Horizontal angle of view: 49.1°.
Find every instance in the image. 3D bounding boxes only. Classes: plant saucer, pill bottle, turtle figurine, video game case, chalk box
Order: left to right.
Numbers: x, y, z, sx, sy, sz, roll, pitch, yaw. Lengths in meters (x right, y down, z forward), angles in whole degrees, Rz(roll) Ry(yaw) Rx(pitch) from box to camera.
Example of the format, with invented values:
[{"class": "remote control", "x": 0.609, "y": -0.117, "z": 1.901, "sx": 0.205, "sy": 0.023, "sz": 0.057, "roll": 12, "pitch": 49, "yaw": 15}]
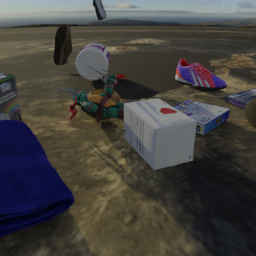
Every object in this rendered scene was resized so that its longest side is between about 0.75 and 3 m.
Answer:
[{"class": "chalk box", "x": -4.212, "y": -0.981, "z": 8.430, "sx": 1.249, "sy": 2.018, "sz": 1.256, "roll": 7, "pitch": 25, "yaw": 14}, {"class": "pill bottle", "x": -1.744, "y": -3.582, "z": 14.700, "sx": 1.601, "sy": 1.601, "sz": 2.852, "roll": 0, "pitch": 24, "yaw": 0}, {"class": "plant saucer", "x": -1.016, "y": -1.336, "z": 11.368, "sx": 1.420, "sy": 0.251, "sz": 1.420, "roll": 0, "pitch": 25, "yaw": 0}, {"class": "turtle figurine", "x": -0.760, "y": -0.883, "z": 9.001, "sx": 2.832, "sy": 1.426, "sz": 2.120, "roll": 19, "pitch": 40, "yaw": 5}, {"class": "video game case", "x": 2.210, "y": -0.404, "z": 9.136, "sx": 1.544, "sy": 0.387, "sz": 1.703, "roll": 21, "pitch": 32, "yaw": 38}, {"class": "video game case", "x": 5.408, "y": -0.893, "z": 10.390, "sx": 2.044, "sy": 0.271, "sz": 2.862, "roll": -15, "pitch": 30, "yaw": -30}]

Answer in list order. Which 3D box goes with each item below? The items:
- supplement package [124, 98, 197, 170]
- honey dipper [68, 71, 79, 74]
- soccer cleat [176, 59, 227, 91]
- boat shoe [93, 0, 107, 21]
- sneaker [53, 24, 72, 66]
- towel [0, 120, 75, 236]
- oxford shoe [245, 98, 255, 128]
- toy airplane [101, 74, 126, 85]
[{"class": "supplement package", "x": 0.747, "y": 0.069, "z": 7.229, "sx": 1.124, "sy": 1.110, "sz": 1.853, "roll": -10, "pitch": 26, "yaw": -21}, {"class": "honey dipper", "x": -2.923, "y": -3.028, "z": 15.240, "sx": 0.806, "sy": 0.153, "sz": 0.153, "roll": 6, "pitch": 25, "yaw": 19}, {"class": "soccer cleat", "x": 3.263, "y": -2.426, "z": 12.783, "sx": 0.983, "sy": 1.055, "sz": 2.882, "roll": -14, "pitch": 28, "yaw": -28}, {"class": "boat shoe", "x": -1.208, "y": -4.823, "z": 10.939, "sx": 0.351, "sy": 1.239, "sz": 0.425, "roll": -19, "pitch": -1, "yaw": 29}, {"class": "sneaker", "x": -1.385, "y": -1.823, "z": 6.121, "sx": 0.329, "sy": 0.935, "sz": 0.353, "roll": 38, "pitch": 35, "yaw": 19}, {"class": "towel", "x": -2.499, "y": 0.819, "z": 5.376, "sx": 2.019, "sy": 0.677, "sz": 2.734, "roll": -3, "pitch": 35, "yaw": -40}, {"class": "oxford shoe", "x": 4.500, "y": -0.139, "z": 8.294, "sx": 0.939, "sy": 0.940, "sz": 2.635, "roll": 20, "pitch": 17, "yaw": -25}, {"class": "toy airplane", "x": -0.674, "y": -2.448, "z": 13.822, "sx": 1.353, "sy": 0.249, "sz": 1.353, "roll": 1, "pitch": 26, "yaw": 0}]
